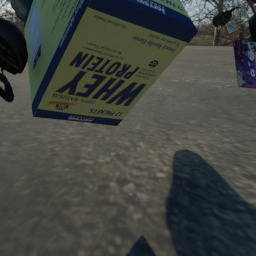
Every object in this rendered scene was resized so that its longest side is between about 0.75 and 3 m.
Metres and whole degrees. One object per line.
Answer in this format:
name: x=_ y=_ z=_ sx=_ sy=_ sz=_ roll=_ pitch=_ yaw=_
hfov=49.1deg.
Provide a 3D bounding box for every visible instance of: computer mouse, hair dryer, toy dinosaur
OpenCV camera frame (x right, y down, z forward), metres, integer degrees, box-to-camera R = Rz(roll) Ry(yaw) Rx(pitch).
computer mouse: x=-2.331 y=-1.209 z=5.468 sx=0.452 sy=0.778 sz=2.655 roll=-59 pitch=12 yaw=-28
hair dryer: x=3.482 y=-2.686 z=6.750 sx=0.697 sy=1.953 sz=2.564 roll=-18 pitch=-14 yaw=-43
toy dinosaur: x=-3.198 y=-3.665 z=8.578 sx=0.859 sy=2.231 sz=1.141 roll=-19 pitch=2 yaw=16

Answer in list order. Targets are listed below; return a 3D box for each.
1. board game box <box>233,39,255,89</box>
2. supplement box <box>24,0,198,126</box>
board game box: x=2.921 y=-1.337 z=6.128 sx=1.633 sy=0.980 sz=0.264 roll=-3 pitch=-1 yaw=-35
supplement box: x=-0.675 y=-1.986 z=5.487 sx=1.883 sy=2.804 sz=2.801 roll=6 pitch=53 yaw=-34
